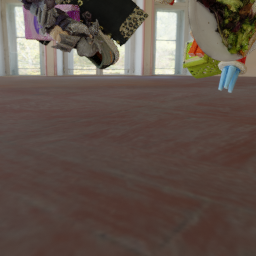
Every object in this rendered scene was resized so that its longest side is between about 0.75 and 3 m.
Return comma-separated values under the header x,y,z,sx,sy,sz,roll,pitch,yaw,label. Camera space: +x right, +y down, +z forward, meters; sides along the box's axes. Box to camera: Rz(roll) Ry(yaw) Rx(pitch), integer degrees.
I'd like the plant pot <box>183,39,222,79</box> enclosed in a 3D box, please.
x,y,z,sx,sy,sz,roll,pitch,yaw,label
2.921,-2.824,10.980,1.209,1.333,1.326,17,-12,-37,plant pot

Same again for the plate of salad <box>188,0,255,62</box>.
x,y,z,sx,sy,sz,roll,pitch,yaw,label
1.963,-2.175,4.808,2.081,2.081,0.500,-5,25,-22,plate of salad

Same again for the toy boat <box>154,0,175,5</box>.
x,y,z,sx,sy,sz,roll,pitch,yaw,label
0.990,-3.728,7.688,1.107,0.514,0.931,-11,44,-44,toy boat

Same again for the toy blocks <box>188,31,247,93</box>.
x,y,z,sx,sy,sz,roll,pitch,yaw,label
2.263,-1.973,7.030,1.619,1.942,0.705,19,-9,9,toy blocks

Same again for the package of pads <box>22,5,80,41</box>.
x,y,z,sx,sy,sz,roll,pitch,yaw,label
-1.962,-2.685,7.170,1.438,0.867,0.544,5,23,12,package of pads

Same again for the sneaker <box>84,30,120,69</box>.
x,y,z,sx,sy,sz,roll,pitch,yaw,label
-1.527,-3.271,9.828,1.070,2.894,1.147,-37,11,41,sneaker

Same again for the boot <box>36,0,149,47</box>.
x,y,z,sx,sy,sz,roll,pitch,yaw,label
-1.073,-3.012,8.125,2.212,2.929,1.057,41,17,-16,boot

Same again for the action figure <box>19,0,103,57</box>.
x,y,z,sx,sy,sz,roll,pitch,yaw,label
-1.081,-1.738,4.379,1.912,0.663,1.244,44,16,16,action figure
